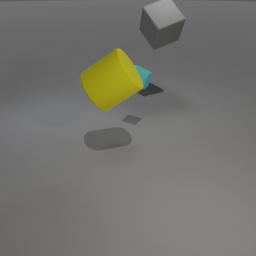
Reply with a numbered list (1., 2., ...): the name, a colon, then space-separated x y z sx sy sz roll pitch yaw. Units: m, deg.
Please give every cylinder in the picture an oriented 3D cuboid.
1. cylinder: 0.437 -1.895 10.453 0.700 0.700 0.700 28 36 14
2. cylinder: -0.479 -1.443 8.509 1.400 1.400 1.400 -30 23 18

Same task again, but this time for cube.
1. cube: 1.505 -4.674 12.619 1.400 1.400 1.400 -26 72 -13
